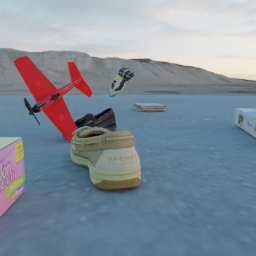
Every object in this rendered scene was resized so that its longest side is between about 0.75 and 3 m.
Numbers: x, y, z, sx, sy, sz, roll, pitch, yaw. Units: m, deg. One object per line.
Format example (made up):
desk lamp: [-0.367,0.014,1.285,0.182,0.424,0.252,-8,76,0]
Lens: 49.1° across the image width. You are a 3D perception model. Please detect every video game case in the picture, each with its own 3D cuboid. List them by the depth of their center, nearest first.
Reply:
video game case: [5.201,-0.167,8.851,2.957,0.672,2.680,1,9,9]

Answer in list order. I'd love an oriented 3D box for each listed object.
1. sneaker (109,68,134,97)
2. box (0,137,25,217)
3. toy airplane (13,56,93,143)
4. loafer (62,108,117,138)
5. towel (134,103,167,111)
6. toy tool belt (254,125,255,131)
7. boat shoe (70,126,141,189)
sneaker: [-0.383,-2.258,13.689,1.952,0.756,0.777,-53,-1,-34]
box: [-2.231,0.618,3.199,1.627,0.786,1.431,-1,9,-2]
toy airplane: [-1.763,-0.913,7.437,0.466,2.534,2.534,-21,-5,33]
loafer: [-1.163,-0.183,8.712,0.855,0.749,2.380,5,10,29]
towel: [1.340,-1.286,17.415,1.652,0.430,2.493,0,8,-8]
toy tool belt: [4.162,0.061,6.627,1.975,1.233,1.214,-3,39,-3]
boat shoe: [-0.498,0.287,5.126,1.009,0.870,2.767,-2,9,-16]
